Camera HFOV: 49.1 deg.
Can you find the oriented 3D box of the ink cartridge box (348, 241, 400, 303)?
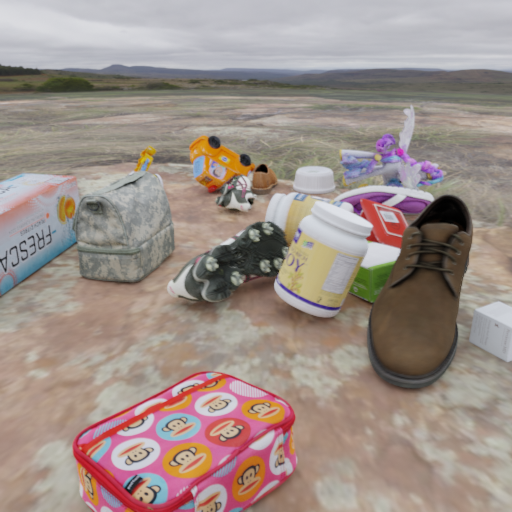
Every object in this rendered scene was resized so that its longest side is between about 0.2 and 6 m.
[{"bbox_3d":[1.982,0.208,9.982,1.188,0.609,1.607,-12,17,-27],"label":"ink cartridge box"}]

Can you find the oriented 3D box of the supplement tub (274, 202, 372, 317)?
[{"bbox_3d":[1.053,0.047,8.714,1.124,1.546,1.124,21,15,-6],"label":"supplement tub"}]

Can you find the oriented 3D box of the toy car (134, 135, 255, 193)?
[{"bbox_3d":[-1.978,-2.420,16.758,3.973,1.322,1.949,-1,-28,45],"label":"toy car"}]

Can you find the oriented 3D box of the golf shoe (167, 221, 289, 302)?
[{"bbox_3d":[-0.399,0.074,9.668,1.141,1.000,2.590,-15,4,41],"label":"golf shoe"}]

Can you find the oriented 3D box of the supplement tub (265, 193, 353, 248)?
[{"bbox_3d":[1.064,-0.637,11.227,1.564,1.131,1.131,13,24,17],"label":"supplement tub"}]

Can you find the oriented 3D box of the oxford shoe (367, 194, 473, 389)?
[{"bbox_3d":[2.334,0.305,7.923,1.257,1.460,3.458,10,43,19],"label":"oxford shoe"}]

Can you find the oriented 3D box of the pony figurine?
[{"bbox_3d":[3.589,-2.415,14.721,2.642,2.200,2.550,-2,-15,19],"label":"pony figurine"}]

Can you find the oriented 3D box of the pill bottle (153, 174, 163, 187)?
[{"bbox_3d":[-3.144,-1.855,15.253,1.105,0.615,0.615,-16,26,-34],"label":"pill bottle"}]

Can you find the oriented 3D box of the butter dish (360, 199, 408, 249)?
[{"bbox_3d":[2.483,-0.408,11.257,1.212,0.896,1.208,10,48,-32],"label":"butter dish"}]

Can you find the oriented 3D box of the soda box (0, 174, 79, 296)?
[{"bbox_3d":[-4.746,-0.346,10.200,1.337,1.438,4.204,4,22,10],"label":"soda box"}]

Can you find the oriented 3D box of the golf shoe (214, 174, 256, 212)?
[{"bbox_3d":[-0.400,-1.538,14.585,0.863,0.757,1.960,27,25,4],"label":"golf shoe"}]

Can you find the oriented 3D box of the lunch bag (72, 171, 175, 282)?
[{"bbox_3d":[-2.464,-0.619,10.593,1.385,1.667,1.987,7,22,17],"label":"lunch bag"}]

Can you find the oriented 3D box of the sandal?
[{"bbox_3d":[3.089,-1.176,13.399,2.564,1.043,0.630,-3,62,-8],"label":"sandal"}]

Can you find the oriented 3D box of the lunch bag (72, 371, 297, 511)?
[{"bbox_3d":[-0.728,1.876,5.521,1.710,0.795,1.941,14,24,43],"label":"lunch bag"}]

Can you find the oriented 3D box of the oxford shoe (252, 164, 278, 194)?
[{"bbox_3d":[0.257,-2.403,16.535,0.738,0.737,2.069,0,19,4],"label":"oxford shoe"}]

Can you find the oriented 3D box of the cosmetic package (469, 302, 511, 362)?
[{"bbox_3d":[3.460,1.050,7.867,0.539,0.543,0.648,-12,24,-28],"label":"cosmetic package"}]

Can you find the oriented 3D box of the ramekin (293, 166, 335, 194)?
[{"bbox_3d":[1.684,-2.214,16.220,1.234,0.575,1.234,0,22,0],"label":"ramekin"}]
